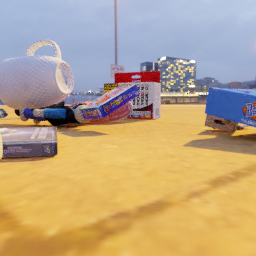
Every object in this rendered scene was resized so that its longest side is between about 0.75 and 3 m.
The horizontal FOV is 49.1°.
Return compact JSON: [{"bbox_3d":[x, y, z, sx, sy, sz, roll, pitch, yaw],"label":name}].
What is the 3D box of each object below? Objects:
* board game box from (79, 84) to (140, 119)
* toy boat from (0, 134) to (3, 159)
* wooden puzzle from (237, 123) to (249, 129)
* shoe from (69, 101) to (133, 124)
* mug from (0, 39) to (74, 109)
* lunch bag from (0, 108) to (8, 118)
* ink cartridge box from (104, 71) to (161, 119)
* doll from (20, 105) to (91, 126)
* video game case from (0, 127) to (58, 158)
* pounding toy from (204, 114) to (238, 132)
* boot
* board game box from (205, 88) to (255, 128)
[{"bbox_3d":[-0.497,-0.720,7.656,1.413,0.316,0.950,-36,22,-34],"label":"board game box"},{"bbox_3d":[-2.369,0.163,1.639,2.260,1.249,2.689,8,1,30],"label":"toy boat"},{"bbox_3d":[3.021,-0.070,8.111,0.762,0.176,0.706,11,12,42],"label":"wooden puzzle"},{"bbox_3d":[-1.014,-0.553,9.749,2.440,0.872,1.110,-6,7,-3],"label":"shoe"},{"bbox_3d":[-3.006,-1.880,9.546,2.121,2.419,1.786,-2,-14,21],"label":"mug"},{"bbox_3d":[-5.874,-0.667,12.544,0.660,0.473,0.775,4,-2,36],"label":"lunch bag"},{"bbox_3d":[0.179,-1.461,12.289,2.367,2.078,0.992,2,6,26],"label":"ink cartridge box"},{"bbox_3d":[-2.165,-0.381,8.494,2.589,0.627,1.766,2,-6,32],"label":"doll"},{"bbox_3d":[-2.720,0.218,4.661,2.994,0.284,2.139,0,6,-15],"label":"video game case"},{"bbox_3d":[2.548,-0.156,7.164,1.077,0.561,1.226,15,18,25],"label":"pounding toy"},{"bbox_3d":[-3.770,-0.861,12.683,1.737,0.790,2.068,-1,-2,31],"label":"boot"},{"bbox_3d":[3.423,-0.303,5.660,2.204,0.652,2.898,-4,17,-33],"label":"board game box"}]
